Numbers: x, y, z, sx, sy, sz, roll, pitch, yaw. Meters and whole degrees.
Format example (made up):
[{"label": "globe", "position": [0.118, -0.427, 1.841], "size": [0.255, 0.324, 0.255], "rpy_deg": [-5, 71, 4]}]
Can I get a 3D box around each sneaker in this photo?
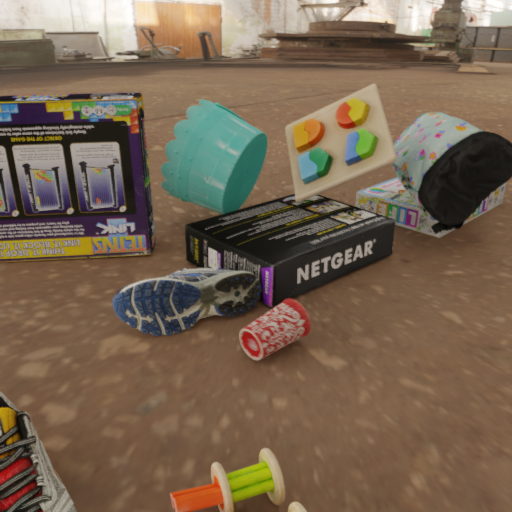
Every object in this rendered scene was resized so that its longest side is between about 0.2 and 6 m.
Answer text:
[{"label": "sneaker", "position": [-1.037, 0.585, 8.053], "size": [2.105, 0.811, 0.897], "rpy_deg": [-4, 13, -26]}, {"label": "sneaker", "position": [-2.111, 1.908, 4.503], "size": [1.023, 1.080, 2.628], "rpy_deg": [-20, 32, -37]}]

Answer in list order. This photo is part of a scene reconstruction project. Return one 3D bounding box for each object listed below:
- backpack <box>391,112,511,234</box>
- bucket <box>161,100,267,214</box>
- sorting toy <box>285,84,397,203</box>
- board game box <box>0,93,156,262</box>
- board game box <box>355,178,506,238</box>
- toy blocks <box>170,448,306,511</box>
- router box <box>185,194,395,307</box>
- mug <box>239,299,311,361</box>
[{"label": "backpack", "position": [3.560, -1.746, 10.539], "size": [1.996, 1.514, 2.392], "rpy_deg": [-39, 20, 11]}, {"label": "bucket", "position": [-0.775, -1.872, 11.102], "size": [1.367, 2.101, 2.101], "rpy_deg": [28, 31, 12]}, {"label": "sorting toy", "position": [1.417, -2.087, 10.076], "size": [1.900, 0.374, 2.053], "rpy_deg": [-21, 51, 24]}, {"label": "board game box", "position": [-3.535, -1.348, 9.721], "size": [3.328, 2.751, 0.944], "rpy_deg": [-2, 24, -5]}, {"label": "board game box", "position": [3.876, -1.276, 12.343], "size": [2.005, 0.510, 2.982], "rpy_deg": [23, 32, 40]}, {"label": "toy blocks", "position": [-0.355, 2.208, 4.538], "size": [1.387, 0.504, 1.156], "rpy_deg": [-10, 26, -20]}, {"label": "router box", "position": [0.609, -0.274, 9.752], "size": [2.998, 0.765, 2.236], "rpy_deg": [-19, 31, -37]}, {"label": "mug", "position": [0.192, 1.002, 7.262], "size": [0.821, 0.728, 0.547], "rpy_deg": [-26, 80, -36]}]
